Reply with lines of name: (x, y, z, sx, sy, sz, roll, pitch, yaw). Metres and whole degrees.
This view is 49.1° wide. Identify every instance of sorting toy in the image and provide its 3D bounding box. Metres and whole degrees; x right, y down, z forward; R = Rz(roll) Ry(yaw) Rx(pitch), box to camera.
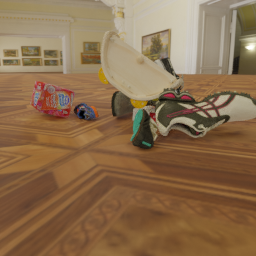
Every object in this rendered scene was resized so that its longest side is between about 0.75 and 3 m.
sorting toy: (0.504, -1.675, 8.943, 2.604, 1.391, 2.344, 38, 21, 14)

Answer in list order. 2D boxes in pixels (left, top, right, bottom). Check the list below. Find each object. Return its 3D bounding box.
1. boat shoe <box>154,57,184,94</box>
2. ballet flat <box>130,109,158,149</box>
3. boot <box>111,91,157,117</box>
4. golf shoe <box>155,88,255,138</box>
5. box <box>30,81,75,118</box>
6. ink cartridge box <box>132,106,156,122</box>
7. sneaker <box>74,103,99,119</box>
boat shoe: (1.851, -1.841, 11.347, 0.815, 2.386, 0.881, -20, -26, -4)
ballet flat: (0.410, 0.063, 6.881, 0.600, 0.596, 1.754, 27, 24, -6)
boot: (0.479, -0.977, 10.230, 1.628, 0.844, 2.492, 3, 16, 20)
golf shoe: (2.088, -0.283, 7.357, 2.767, 1.218, 1.068, 2, -27, 7)
box: (-2.807, -1.079, 10.224, 1.030, 0.986, 2.066, 12, 6, -30)
ink cartridge box: (0.772, -0.430, 9.233, 0.858, 0.410, 0.977, 14, 17, 34)
sneaker: (-1.576, -0.559, 9.725, 0.516, 0.496, 1.316, -24, 20, -33)
